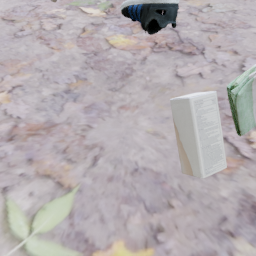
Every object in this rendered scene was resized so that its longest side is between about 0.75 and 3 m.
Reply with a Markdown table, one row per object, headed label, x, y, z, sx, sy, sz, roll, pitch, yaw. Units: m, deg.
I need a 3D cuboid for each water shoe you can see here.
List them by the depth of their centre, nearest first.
| label | x | y | z | sx | sy | sz | roll | pitch | yaw |
| --- | --- | --- | --- | --- | --- | --- | --- | --- | --- |
| water shoe | 0.523 | -3.427 | 8.633 | 0.973 | 1.074 | 2.723 | -8 | 16 | -24 |

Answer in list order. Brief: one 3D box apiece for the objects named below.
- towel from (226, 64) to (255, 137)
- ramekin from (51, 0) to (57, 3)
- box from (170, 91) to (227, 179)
| label | x | y | z | sx | sy | sz | roll | pitch | yaw |
| --- | --- | --- | --- | --- | --- | --- | --- | --- | --- |
| towel | 3.471 | -1.090 | 5.730 | 2.993 | 2.283 | 0.350 | -35 | 55 | 7 |
| ramekin | -2.331 | -4.512 | 8.432 | 0.642 | 1.222 | 1.222 | 12 | 37 | -29 |
| box | 1.358 | 0.107 | 5.383 | 0.723 | 1.523 | 0.592 | -14 | 9 | -29 |
